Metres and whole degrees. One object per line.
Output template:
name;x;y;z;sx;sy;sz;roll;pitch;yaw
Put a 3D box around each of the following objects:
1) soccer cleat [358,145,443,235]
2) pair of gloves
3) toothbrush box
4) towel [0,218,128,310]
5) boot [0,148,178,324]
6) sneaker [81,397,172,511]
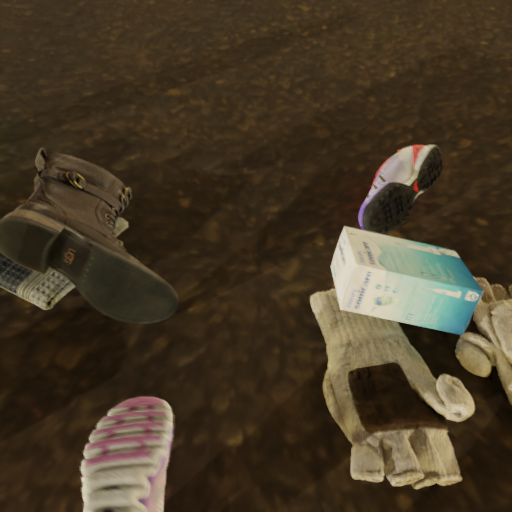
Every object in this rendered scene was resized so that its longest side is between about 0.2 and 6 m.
soccer cleat;2.293;-1.142;9.509;0.859;0.801;2.349;13;47;43
pair of gloves;2.611;1.402;7.062;3.551;0.623;3.020;-2;46;-3
toothbrush box;1.955;0.302;7.569;1.694;0.722;1.240;13;26;-6
towel;-3.262;-0.163;8.829;1.912;0.343;1.986;21;52;23
boot;-2.218;-0.455;8.229;2.795;0.968;2.433;32;28;-17
sneaker;-1.289;2.533;5.739;0.876;0.963;2.178;-6;45;11
